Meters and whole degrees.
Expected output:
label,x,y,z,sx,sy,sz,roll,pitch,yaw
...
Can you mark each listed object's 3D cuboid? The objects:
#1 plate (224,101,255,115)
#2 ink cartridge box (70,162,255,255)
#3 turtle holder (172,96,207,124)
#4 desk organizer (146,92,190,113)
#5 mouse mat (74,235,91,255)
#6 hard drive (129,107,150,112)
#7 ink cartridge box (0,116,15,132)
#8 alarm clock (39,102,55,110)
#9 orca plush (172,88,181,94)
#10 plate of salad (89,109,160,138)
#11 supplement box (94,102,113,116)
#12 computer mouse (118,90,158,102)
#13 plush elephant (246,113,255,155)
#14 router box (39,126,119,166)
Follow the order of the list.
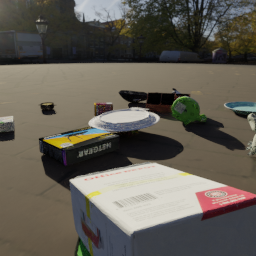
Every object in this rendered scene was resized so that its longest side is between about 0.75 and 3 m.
label,x,y,z,sx,sy,sz,roll,pitch,yaw
plate,6.214,-0.986,14.383,2.444,0.312,2.444,-1,16,0
ink cartridge box,0.346,1.363,4.281,1.859,1.068,2.561,-7,6,-24
turtle holder,2.737,-0.833,12.419,1.516,1.152,1.076,4,17,16
desk organizer,2.061,-1.309,14.449,2.266,0.873,0.813,4,17,12
mouse mat,0.371,1.850,5.441,2.544,0.096,2.047,1,17,0
hard drive,0.337,-0.725,13.592,1.002,0.271,1.434,9,18,27
ink cartridge box,-5.043,-0.165,11.491,0.686,0.413,0.944,-7,17,-19
alarm clock,-4.376,-1.169,14.914,1.040,0.346,0.701,12,21,28
orca plush,2.753,-1.623,16.317,1.117,0.755,2.123,44,21,-8
plate of salad,-0.142,-0.197,11.075,2.797,0.672,2.797,-3,18,1
supplement box,-1.196,-0.922,13.671,0.905,0.593,0.467,-2,17,-9
computer mouse,0.826,-1.672,16.317,2.674,0.615,1.877,2,20,-14
plush elephant,4.121,0.353,7.545,2.258,1.859,1.748,-23,-13,33
router box,-1.543,0.506,9.031,2.079,0.531,1.551,-15,22,-43
